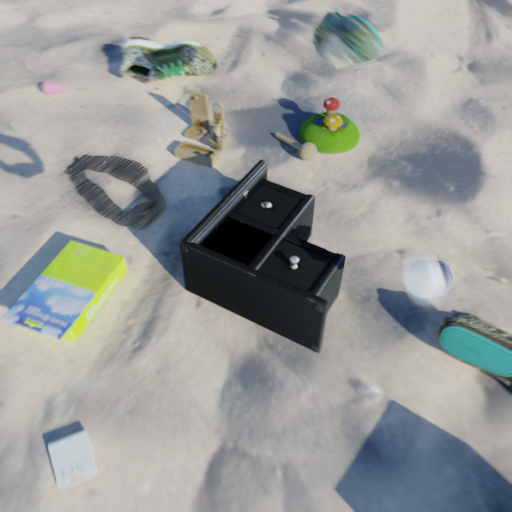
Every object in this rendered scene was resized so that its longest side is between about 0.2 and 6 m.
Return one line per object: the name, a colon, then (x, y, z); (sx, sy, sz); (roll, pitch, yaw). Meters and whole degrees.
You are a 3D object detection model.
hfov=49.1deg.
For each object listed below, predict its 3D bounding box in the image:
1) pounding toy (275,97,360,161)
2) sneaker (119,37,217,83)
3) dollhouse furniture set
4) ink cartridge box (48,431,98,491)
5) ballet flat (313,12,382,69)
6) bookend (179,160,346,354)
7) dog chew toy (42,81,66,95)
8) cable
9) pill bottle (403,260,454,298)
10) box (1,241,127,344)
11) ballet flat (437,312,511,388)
pounding toy: (1.624, -3.166, 13.520); (1.938, 0.899, 1.496); (-23, 50, -21)
sneaker: (-2.509, -5.216, 15.600); (2.880, 1.107, 1.276); (8, 62, 13)
dollhouse furniture set: (-1.322, -3.028, 13.266); (1.250, 1.071, 1.314); (19, 49, 17)
ink cartridge box: (-2.642, 2.981, 8.136); (0.583, 0.180, 0.719); (-18, 56, -18)
ballet flat: (1.460, -3.590, 9.533); (0.902, 0.902, 2.431); (-2, 25, -2)
bookend: (0.559, -0.125, 10.317); (2.813, 1.296, 2.796); (24, 51, 21)
dog chew toy: (-5.495, -4.578, 15.276); (0.599, 0.373, 0.373); (2, 46, -8)
cable: (-1.908, -0.876, 7.547); (1.409, 0.358, 1.150); (11, 51, -44)
pill bottle: (2.527, 0.337, 8.276); (0.562, 0.562, 1.013); (34, 17, 28)
box: (-3.388, 0.676, 10.095); (1.257, 0.491, 2.061); (16, 48, 15)
ballet flat: (4.337, 1.725, 8.871); (2.918, 0.990, 1.099); (33, 37, 30)
